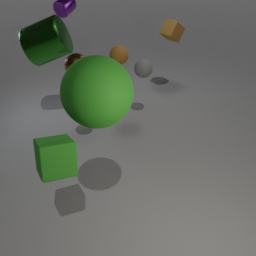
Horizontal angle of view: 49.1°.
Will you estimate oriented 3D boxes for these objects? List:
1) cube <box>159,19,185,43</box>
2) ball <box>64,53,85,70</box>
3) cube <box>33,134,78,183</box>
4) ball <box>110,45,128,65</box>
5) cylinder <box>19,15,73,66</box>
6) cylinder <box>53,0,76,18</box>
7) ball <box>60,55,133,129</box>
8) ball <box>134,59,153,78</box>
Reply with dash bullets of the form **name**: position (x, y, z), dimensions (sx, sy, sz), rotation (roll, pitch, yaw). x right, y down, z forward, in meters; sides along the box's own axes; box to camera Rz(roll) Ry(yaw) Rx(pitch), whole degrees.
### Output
- **cube**: position (1.966, -4.307, 12.431), dimensions (0.700, 0.700, 0.700), rotation (17, 11, -48)
- **ball**: position (-1.464, -1.787, 8.032), dimensions (0.700, 0.700, 0.700), rotation (0, 32, 0)
- **cube**: position (-1.434, 0.574, 5.543), dimensions (0.700, 0.700, 0.700), rotation (-9, 16, -25)
- **ball**: position (-0.333, -2.692, 10.352), dimensions (0.700, 0.700, 0.700), rotation (0, 32, 0)
- **cylinder**: position (-2.905, -3.122, 10.059), dimensions (1.400, 1.400, 1.400), rotation (-19, 30, 11)
- **cylinder**: position (-2.582, -4.988, 11.454), dimensions (0.700, 0.700, 0.700), rotation (15, 54, 22)
- **ball**: position (-0.594, -0.686, 5.401), dimensions (1.400, 1.400, 1.400), rotation (0, 32, 0)
- **ball**: position (0.584, -2.252, 10.618), dimensions (0.700, 0.700, 0.700), rotation (0, 32, 0)
